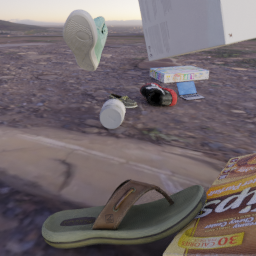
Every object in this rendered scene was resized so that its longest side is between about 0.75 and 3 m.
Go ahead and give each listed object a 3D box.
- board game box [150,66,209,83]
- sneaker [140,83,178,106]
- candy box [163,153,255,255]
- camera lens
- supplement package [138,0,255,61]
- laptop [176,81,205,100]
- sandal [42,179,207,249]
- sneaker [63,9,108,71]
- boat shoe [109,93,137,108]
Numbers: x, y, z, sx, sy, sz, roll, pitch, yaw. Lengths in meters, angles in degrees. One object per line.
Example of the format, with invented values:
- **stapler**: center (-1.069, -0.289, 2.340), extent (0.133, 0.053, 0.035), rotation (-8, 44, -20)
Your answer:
- **board game box**: center (2.728, -2.935, 15.108), extent (2.631, 0.450, 1.769), rotation (-8, 23, -18)
- **sneaker**: center (0.982, -1.294, 10.805), extent (0.934, 0.676, 1.913), rotation (-13, 27, -34)
- **candy box**: center (1.931, 1.146, 3.867), extent (1.674, 0.802, 2.901), rotation (-21, 5, 40)
- **camera lens**: center (-0.476, -0.448, 8.672), extent (0.739, 0.739, 0.923), rotation (2, 23, 4)
- **supplement package**: center (1.694, -2.712, 6.580), extent (1.730, 1.743, 2.297), rotation (-20, 15, -34)
- **laptop**: center (2.605, -1.560, 11.657), extent (0.868, 0.537, 0.927), rotation (-9, 24, -20)
- **sandal**: center (-0.130, 1.165, 4.067), extent (2.526, 0.721, 1.003), rotation (-12, 5, 9)
- **sneaker**: center (-1.142, -2.874, 8.026), extent (0.923, 1.480, 2.509), rotation (14, -16, 2)
- **boat shoe**: center (-0.209, -1.044, 10.604), extent (1.258, 0.376, 0.450), rotation (15, 27, 32)
